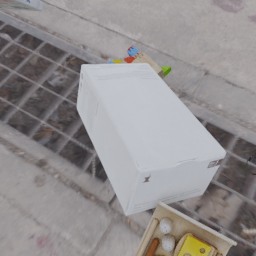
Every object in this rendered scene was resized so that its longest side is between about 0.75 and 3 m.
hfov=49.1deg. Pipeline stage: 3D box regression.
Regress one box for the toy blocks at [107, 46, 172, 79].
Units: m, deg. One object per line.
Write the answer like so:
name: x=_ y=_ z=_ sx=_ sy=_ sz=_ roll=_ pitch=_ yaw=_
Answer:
toy blocks: x=-0.025 y=-1.042 z=5.720 sx=1.501 sy=0.750 sz=1.026 roll=-44 pitch=70 yaw=1

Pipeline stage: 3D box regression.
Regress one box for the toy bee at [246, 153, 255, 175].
toy bee: x=2.646 y=-0.084 z=4.707 sx=0.924 sy=1.699 sz=1.112 roll=-7 pitch=54 yaw=-22

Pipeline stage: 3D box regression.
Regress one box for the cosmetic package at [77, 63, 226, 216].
cosmetic package: x=0.131 y=-0.017 z=3.380 sx=1.050 sy=0.755 sz=1.860 roll=-6 pitch=44 yaw=-24

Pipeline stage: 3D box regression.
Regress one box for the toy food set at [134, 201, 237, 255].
toy food set: x=0.422 y=1.337 z=2.621 sx=0.777 sy=0.327 sz=1.083 roll=25 pitch=96 yaw=12

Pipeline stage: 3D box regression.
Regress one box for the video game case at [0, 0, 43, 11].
video game case: x=-3.282 y=-2.969 z=5.930 sx=2.215 sy=2.019 sz=0.244 roll=21 pitch=101 yaw=35
